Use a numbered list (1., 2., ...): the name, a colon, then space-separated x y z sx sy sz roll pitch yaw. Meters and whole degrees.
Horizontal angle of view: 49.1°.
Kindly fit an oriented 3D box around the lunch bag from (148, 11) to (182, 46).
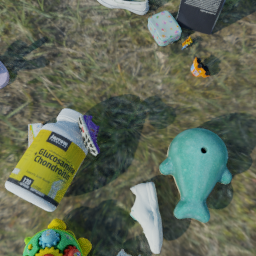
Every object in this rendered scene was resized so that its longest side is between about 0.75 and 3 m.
1. lunch bag: 1.457 -3.894 10.988 1.053 0.506 1.313 -25 74 -9

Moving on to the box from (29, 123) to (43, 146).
1. box: -3.131 0.321 9.650 0.436 0.484 0.860 -6 73 -1

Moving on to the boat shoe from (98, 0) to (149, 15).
1. boat shoe: -0.201 -5.298 11.310 2.239 0.748 0.824 15 73 5

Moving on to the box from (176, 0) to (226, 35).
1. box: 2.996 -5.431 10.385 1.602 2.578 2.599 19 73 6

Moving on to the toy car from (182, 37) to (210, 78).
1. toy car: 2.559 -2.607 10.724 0.571 0.842 1.717 -36 48 33

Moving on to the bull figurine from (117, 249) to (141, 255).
1. bull figurine: 0.127 4.220 8.450 0.724 0.389 1.193 -16 73 -5

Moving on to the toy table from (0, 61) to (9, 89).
1. toy table: -5.339 -2.272 10.166 1.879 1.101 1.728 23 74 6

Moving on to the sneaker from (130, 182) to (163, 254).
1. sneaker: 0.536 2.821 8.800 0.941 0.800 2.126 -11 66 9

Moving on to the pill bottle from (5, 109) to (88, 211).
1. pill bottle: -2.292 0.915 8.759 1.663 1.663 2.970 24 67 7

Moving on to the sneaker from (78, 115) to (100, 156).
1. sneaker: -1.067 0.162 8.371 0.563 0.544 1.350 -9 65 -26

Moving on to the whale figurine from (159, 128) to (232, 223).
1. whale figurine: 2.156 1.384 8.748 2.323 1.515 2.920 10 71 3

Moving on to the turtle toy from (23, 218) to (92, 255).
1. turtle toy: -1.929 3.970 8.007 2.658 1.344 1.937 34 75 7
